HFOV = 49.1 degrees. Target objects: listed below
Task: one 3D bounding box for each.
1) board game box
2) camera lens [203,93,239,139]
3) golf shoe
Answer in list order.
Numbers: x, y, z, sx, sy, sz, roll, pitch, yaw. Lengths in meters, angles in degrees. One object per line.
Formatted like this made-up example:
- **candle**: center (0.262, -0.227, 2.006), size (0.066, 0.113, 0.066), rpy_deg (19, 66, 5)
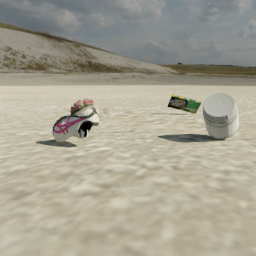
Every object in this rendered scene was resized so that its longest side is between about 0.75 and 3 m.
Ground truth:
- **board game box**: center (2.173, -0.917, 10.838), size (1.170, 0.613, 0.137), rpy_deg (14, 46, -2)
- **camera lens**: center (2.130, -0.251, 6.429), size (0.752, 0.752, 0.940), rpy_deg (5, -32, 27)
- **golf shoe**: center (-1.145, -0.002, 5.938), size (0.518, 0.657, 1.427), rpy_deg (-3, -27, -46)
